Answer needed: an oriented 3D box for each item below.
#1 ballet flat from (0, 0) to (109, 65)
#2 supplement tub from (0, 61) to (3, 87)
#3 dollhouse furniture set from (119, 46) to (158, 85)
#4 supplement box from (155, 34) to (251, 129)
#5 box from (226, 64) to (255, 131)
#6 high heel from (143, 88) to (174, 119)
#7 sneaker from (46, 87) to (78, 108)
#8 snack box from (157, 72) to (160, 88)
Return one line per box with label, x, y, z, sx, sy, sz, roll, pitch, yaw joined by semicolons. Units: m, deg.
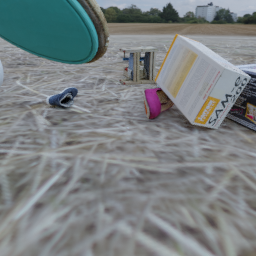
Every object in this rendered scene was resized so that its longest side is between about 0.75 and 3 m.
ballet flat;-1.359;-1.500;2.546;2.799;0.987;0.914;26;42;-5
supplement tub;-5.356;-1.555;8.193;1.998;1.998;2.756;10;24;23
dollhouse furniture set;0.199;-2.819;12.171;1.428;1.436;2.038;-7;24;-17
supplement box;1.774;-1.276;7.300;0.878;1.504;2.387;10;31;-28
box;3.973;-0.952;7.454;2.496;1.432;1.649;-8;23;-18
high heel;1.059;-0.828;7.933;1.138;0.798;2.368;-7;18;9
sneaker;-1.830;-0.968;8.742;0.849;0.446;1.174;5;29;41
snack box;2.323;-1.598;10.141;1.773;0.660;2.493;-6;23;-16
